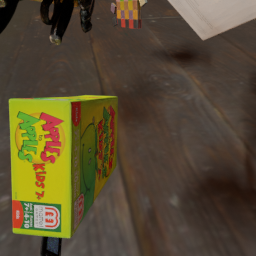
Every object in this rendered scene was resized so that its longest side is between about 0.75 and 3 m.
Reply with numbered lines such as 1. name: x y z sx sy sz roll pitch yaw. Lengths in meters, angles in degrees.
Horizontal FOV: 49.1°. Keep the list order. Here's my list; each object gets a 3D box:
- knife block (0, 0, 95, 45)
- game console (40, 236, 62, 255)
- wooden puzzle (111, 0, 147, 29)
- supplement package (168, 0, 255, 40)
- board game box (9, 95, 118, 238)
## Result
1. knife block: -0.931 -1.774 2.818 1.877 0.684 2.139 -30 63 -24
2. game console: -0.883 1.230 3.434 0.548 0.112 0.928 34 22 -26
3. wooden puzzle: 0.001 -3.895 8.905 0.158 1.336 2.253 -16 28 -25
4. supplement package: 2.296 -3.148 5.818 2.391 1.432 1.450 -6 51 58
5. board game box: -0.500 0.176 2.976 0.476 1.015 1.998 2 7 7
